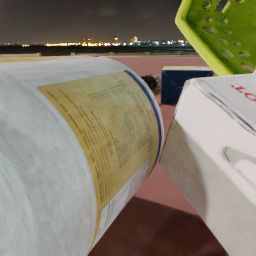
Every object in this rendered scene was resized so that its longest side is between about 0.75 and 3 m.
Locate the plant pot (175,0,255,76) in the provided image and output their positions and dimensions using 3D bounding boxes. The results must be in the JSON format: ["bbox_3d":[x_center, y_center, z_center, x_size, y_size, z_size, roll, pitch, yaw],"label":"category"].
[{"bbox_3d":[2.788,-2.221,4.990,2.315,2.552,2.539,-3,50,-29],"label":"plant pot"}]

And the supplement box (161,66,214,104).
[{"bbox_3d":[2.267,-1.724,10.995,1.879,1.261,1.877,3,17,10],"label":"supplement box"}]

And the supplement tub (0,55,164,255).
[{"bbox_3d":[-0.942,0.314,2.930,2.065,2.065,2.859,7,17,22],"label":"supplement tub"}]

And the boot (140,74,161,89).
[{"bbox_3d":[0.490,-2.299,13.723,1.602,0.779,2.128,-12,24,-32],"label":"boot"}]

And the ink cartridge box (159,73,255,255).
[{"bbox_3d":[2.169,0.381,3.025,2.959,1.255,2.155,-8,42,-29],"label":"ink cartridge box"}]
